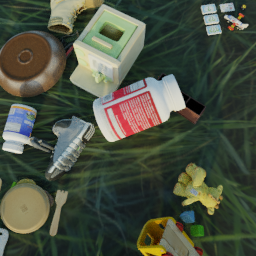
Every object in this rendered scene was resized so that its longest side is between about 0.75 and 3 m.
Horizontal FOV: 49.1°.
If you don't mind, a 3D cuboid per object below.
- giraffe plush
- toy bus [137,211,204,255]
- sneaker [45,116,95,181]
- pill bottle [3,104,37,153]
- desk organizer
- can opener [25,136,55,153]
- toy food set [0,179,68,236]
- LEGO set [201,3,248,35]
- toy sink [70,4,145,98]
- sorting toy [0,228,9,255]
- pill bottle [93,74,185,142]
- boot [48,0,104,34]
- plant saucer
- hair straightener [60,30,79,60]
[{"bbox_3d":[2.403,2.043,9.063,1.233,1.521,1.312,29,106,-16],"label":"giraffe plush"},{"bbox_3d":[1.325,3.818,8.406,1.234,2.254,2.389,-23,66,39],"label":"toy bus"},{"bbox_3d":[-2.322,0.583,9.734,1.363,0.886,2.360,31,73,21],"label":"sneaker"},{"bbox_3d":[-3.818,0.041,9.782,0.890,0.890,1.589,8,74,2],"label":"pill bottle"},{"bbox_3d":[1.847,-1.080,10.182,2.019,0.778,0.724,35,76,10],"label":"desk organizer"},{"bbox_3d":[-2.925,0.604,9.404,0.333,1.266,0.421,-35,65,8],"label":"can opener"},{"bbox_3d":[-3.351,2.576,9.272,2.476,0.497,1.709,13,80,-2],"label":"toy food set"},{"bbox_3d":[4.061,-4.608,11.483,1.834,0.450,1.370,-8,76,-3],"label":"LEGO set"},{"bbox_3d":[-0.817,-2.763,10.289,1.824,1.568,2.798,29,75,9],"label":"toy sink"},{"bbox_3d":[-4.612,3.751,8.784,1.673,0.894,1.506,20,55,6],"label":"sorting toy"},{"bbox_3d":[0.380,-0.708,9.262,2.759,1.549,1.549,-21,73,8],"label":"pill bottle"},{"bbox_3d":[-2.088,-4.645,11.260,2.216,0.806,1.722,1,71,3],"label":"boot"},{"bbox_3d":[-3.801,-2.592,10.628,2.841,0.520,2.841,-2,74,6],"label":"plant saucer"},{"bbox_3d":[-2.787,-2.927,10.890,0.986,0.524,2.562,31,75,9],"label":"hair straightener"}]
